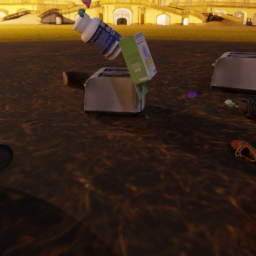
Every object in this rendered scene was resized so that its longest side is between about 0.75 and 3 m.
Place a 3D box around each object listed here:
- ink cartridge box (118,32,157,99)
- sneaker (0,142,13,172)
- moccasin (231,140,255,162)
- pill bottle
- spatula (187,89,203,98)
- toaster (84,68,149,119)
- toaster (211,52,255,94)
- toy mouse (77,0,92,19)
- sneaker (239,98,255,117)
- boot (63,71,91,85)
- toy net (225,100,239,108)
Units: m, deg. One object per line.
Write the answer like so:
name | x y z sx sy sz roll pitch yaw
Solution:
ink cartridge box | 0.390 -1.829 8.189 0.526 1.773 0.921 -14 18 24
sneaker | -3.014 1.008 5.104 1.280 0.854 2.234 21 32 39
moccasin | 2.887 0.568 6.939 0.356 0.338 0.923 0 29 -24
pill bottle | -1.098 -3.493 10.567 1.854 1.029 1.029 30 8 -27
spatula | 3.083 -1.592 12.686 0.367 0.133 1.298 15 26 34
toaster | -0.331 -1.353 10.325 2.371 1.407 2.144 3 22 6
toaster | 5.476 -2.661 13.381 2.737 1.624 2.475 10 24 23
toy mouse | -1.085 -3.061 6.979 0.178 0.817 0.919 16 -24 -28
sneaker | 4.360 -0.550 9.257 1.093 0.729 1.908 -2 18 0
boot | -2.692 -2.738 14.912 1.475 0.641 1.773 -6 19 -12
toy net | 4.107 -0.989 11.107 0.432 0.159 0.823 1 21 4
